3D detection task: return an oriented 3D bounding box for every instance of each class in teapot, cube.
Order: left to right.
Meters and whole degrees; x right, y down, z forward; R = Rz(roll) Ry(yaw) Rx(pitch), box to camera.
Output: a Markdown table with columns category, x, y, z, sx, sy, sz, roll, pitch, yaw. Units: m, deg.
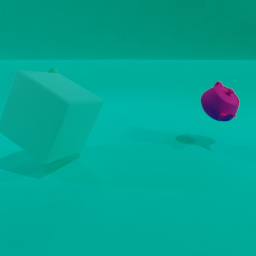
| category | x | y | z | sx | sy | sz | roll | pitch | yaw |
| --- | --- | --- | --- | --- | --- | --- | --- | --- | --- |
| cube | -1.326 | -0.233 | 4.913 | 1.131 | 1.131 | 1.131 | 31 | 18 | 16 |
| teapot | 2.040 | -0.551 | 6.053 | 0.845 | 0.665 | 1.359 | 19 | 42 | -15 |

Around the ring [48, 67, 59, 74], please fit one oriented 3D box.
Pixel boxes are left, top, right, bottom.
| category | x | y | z | sx | sy | sz | roll | pitch | yaw |
| --- | --- | --- | --- | --- | --- | --- | --- | --- | --- |
| ring | -2.985 | -1.853 | 11.029 | 0.215 | 1.075 | 1.075 | 6 | 9 | -34 |
